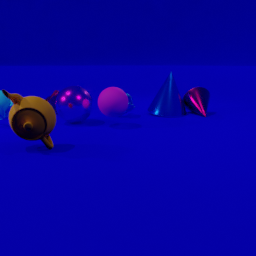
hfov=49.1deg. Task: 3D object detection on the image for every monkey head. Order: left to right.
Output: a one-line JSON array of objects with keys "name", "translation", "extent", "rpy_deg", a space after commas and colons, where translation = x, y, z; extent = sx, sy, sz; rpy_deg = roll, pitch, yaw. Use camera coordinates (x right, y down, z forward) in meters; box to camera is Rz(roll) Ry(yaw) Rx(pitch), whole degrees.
[{"name": "monkey head", "translation": [-0.167, -0.842, 10.010], "extent": [0.799, 0.670, 1.111], "rpy_deg": [-35, -16, 3]}]

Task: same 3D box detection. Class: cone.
[{"name": "cone", "translation": [1.515, -1.330, 10.355], "extent": [1.496, 1.501, 1.496], "rpy_deg": [3, 19, -1]}, {"name": "cone", "translation": [2.679, -0.750, 10.334], "extent": [1.102, 1.102, 1.107], "rpy_deg": [-2, 41, -8]}]

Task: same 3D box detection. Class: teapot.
[{"name": "teapot", "translation": [-3.768, -0.635, 8.347], "extent": [1.460, 0.908, 0.715], "rpy_deg": [-8, 30, 28]}, {"name": "teapot", "translation": [-2.177, -0.205, 6.222], "extent": [1.035, 1.664, 0.815], "rpy_deg": [-31, 21, 4]}]

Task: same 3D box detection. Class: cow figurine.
[{"name": "cow figurine", "translation": [-2.884, -0.847, 10.462], "extent": [1.197, 1.178, 0.657], "rpy_deg": [38, 10, -18]}]

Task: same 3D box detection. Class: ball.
[{"name": "ball", "translation": [-1.707, -0.748, 8.927], "extent": [1.186, 1.186, 1.186], "rpy_deg": [0, 14, 0]}, {"name": "ball", "translation": [-0.447, -0.775, 8.452], "extent": [0.917, 0.917, 0.917], "rpy_deg": [0, 14, 0]}]
